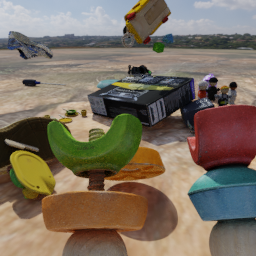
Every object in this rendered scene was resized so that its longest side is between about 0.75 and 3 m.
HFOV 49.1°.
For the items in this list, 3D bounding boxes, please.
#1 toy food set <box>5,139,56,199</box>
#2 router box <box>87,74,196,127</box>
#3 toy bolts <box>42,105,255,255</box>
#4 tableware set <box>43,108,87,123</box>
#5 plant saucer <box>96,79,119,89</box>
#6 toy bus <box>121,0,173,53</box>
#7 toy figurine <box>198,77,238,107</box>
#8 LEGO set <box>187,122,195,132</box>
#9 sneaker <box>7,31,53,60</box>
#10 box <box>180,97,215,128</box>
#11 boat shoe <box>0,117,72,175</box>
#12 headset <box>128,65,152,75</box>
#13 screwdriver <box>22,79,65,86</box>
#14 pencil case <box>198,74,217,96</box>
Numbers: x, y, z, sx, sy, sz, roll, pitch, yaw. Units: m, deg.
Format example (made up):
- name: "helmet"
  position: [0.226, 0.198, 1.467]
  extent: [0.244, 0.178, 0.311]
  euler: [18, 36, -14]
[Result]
- name: "toy food set"
  position: [-1.901, 0.859, 5.259]
  extent: [0.790, 0.439, 1.344]
  euler: [20, 23, -48]
- name: "router box"
  position: [0.413, -1.062, 9.490]
  extent: [2.300, 0.764, 2.925]
  euler: [-31, 30, -34]
- name: "toy bolts"
  position: [0.520, 1.081, 3.986]
  extent: [2.859, 1.983, 2.731]
  euler: [-7, -22, 9]
- name: "tableware set"
  position: [-2.129, -0.431, 9.498]
  extent: [1.541, 0.236, 1.038]
  euler: [-13, 23, -34]
- name: "plant saucer"
  position: [-0.873, -2.346, 14.885]
  extent: [1.616, 0.290, 1.616]
  euler: [0, 19, 0]
- name: "toy bus"
  position: [0.480, -4.030, 10.589]
  extent: [2.396, 2.261, 1.238]
  euler: [-3, 9, -34]
- name: "toy figurine"
  position: [3.603, -1.451, 11.252]
  extent: [1.410, 0.996, 1.432]
  euler: [17, 25, 41]
- name: "LEGO set"
  position: [2.183, 0.089, 8.099]
  extent: [0.676, 0.295, 1.041]
  euler: [-18, 39, -36]
- name: "sneaker"
  position: [-2.933, -2.301, 8.345]
  extent: [0.560, 0.619, 1.453]
  euler: [17, 0, 43]
- name: "box"
  position: [2.197, -0.506, 8.926]
  extent: [0.951, 0.544, 1.044]
  euler: [-13, 18, 7]
- name: "boat shoe"
  position: [-2.460, 0.412, 5.927]
  extent: [0.934, 1.041, 2.813]
  euler: [-19, -5, 39]
- name: "headset"
  position: [0.655, -3.592, 18.184]
  extent: [1.204, 0.916, 1.949]
  euler: [-16, 40, -37]
- name: "screwdriver"
  position: [-4.459, -2.415, 14.841]
  extent: [2.639, 0.384, 0.368]
  euler: [2, 19, 19]
- name: "pencil case"
  position: [3.804, -2.042, 13.223]
  extent: [0.793, 0.808, 1.889]
  euler: [18, 24, 13]
